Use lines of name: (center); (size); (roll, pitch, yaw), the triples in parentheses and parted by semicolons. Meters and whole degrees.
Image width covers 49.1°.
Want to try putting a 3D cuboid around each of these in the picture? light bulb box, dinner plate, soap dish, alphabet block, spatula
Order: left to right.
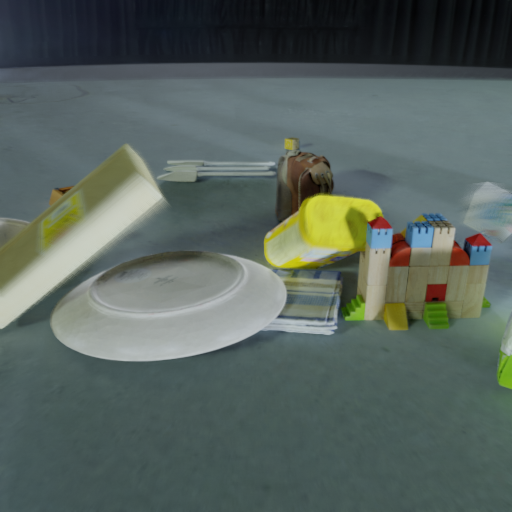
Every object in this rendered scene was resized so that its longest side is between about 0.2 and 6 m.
soap dish: (-3.658, -1.125, 11.669); (0.973, 0.502, 1.237); (-16, 28, -33)
dinner plate: (-1.222, 0.474, 7.941); (3.296, 0.400, 3.296); (-4, 20, 1)
spatula: (-0.976, -2.238, 14.650); (2.985, 0.240, 2.075); (1, 18, 0)
alphabet block: (1.104, -3.448, 17.207); (0.328, 0.326, 0.334); (19, 31, 41)
light bulb box: (4.069, -0.739, 9.570); (0.736, 0.729, 0.459); (35, 57, 29)

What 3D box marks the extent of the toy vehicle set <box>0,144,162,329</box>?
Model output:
toy vehicle set: (-2.656, -0.376, 7.925); (2.772, 0.368, 1.722); (-39, 32, 2)

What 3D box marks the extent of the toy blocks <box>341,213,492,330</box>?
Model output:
toy blocks: (2.275, 0.099, 7.656); (2.149, 1.469, 1.074); (-1, 24, -2)

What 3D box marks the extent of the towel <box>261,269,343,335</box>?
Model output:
towel: (0.566, 0.612, 8.081); (1.324, 0.215, 1.802); (3, 22, 12)

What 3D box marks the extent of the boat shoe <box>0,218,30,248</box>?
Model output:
boat shoe: (-4.757, -0.326, 9.299); (2.459, 0.918, 1.140); (-5, 27, -16)

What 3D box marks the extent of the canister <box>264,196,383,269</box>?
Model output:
canister: (0.926, -0.280, 8.286); (1.222, 0.712, 1.645); (3, -14, -20)

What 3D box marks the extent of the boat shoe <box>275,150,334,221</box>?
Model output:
boat shoe: (1.082, -1.585, 11.891); (1.176, 1.240, 3.274); (5, 26, 8)

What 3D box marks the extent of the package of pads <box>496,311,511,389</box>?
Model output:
package of pads: (4.736, 0.873, 6.274); (3.389, 1.156, 2.619); (13, 27, 28)
